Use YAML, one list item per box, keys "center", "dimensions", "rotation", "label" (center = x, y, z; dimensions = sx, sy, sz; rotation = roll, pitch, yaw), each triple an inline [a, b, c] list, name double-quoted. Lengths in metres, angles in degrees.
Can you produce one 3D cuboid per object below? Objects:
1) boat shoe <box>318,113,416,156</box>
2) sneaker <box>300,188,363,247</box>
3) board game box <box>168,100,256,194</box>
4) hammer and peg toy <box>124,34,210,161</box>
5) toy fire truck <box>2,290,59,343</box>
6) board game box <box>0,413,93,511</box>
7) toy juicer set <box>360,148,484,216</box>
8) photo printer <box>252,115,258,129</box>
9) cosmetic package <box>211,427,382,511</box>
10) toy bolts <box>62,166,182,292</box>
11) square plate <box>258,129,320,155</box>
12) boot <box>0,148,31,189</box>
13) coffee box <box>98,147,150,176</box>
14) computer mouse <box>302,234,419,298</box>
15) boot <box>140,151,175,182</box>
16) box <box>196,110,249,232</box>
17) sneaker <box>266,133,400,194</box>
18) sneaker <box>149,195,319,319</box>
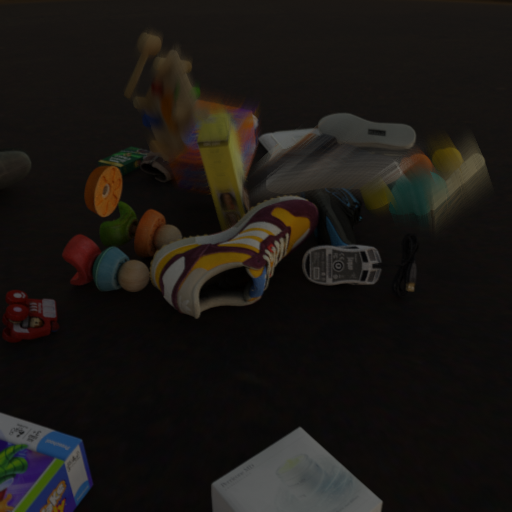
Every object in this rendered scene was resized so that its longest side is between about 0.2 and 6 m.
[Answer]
- center: [2.880, -3.088, 14.853]
  dimensions: [2.546, 0.811, 0.900]
  rotation: [12, 71, 9]
  label: "boat shoe"
- center: [1.625, -0.864, 10.984]
  dimensions: [1.141, 1.020, 2.786]
  rotation: [-2, 32, -5]
  label: "sneaker"
- center: [-0.918, -2.280, 12.139]
  dimensions: [1.442, 1.442, 1.443]
  rotation: [14, 71, 8]
  label: "board game box"
- center: [-1.611, -2.824, 9.877]
  dimensions: [0.686, 1.432, 1.946]
  rotation: [-7, 65, -38]
  label: "hammer and peg toy"
- center: [-3.439, 0.942, 8.584]
  dimensions: [0.782, 0.522, 0.931]
  rotation: [6, 28, -27]
  label: "toy fire truck"
- center: [-3.822, 2.503, 5.685]
  dimensions: [3.439, 0.770, 2.312]
  rotation: [11, 33, 17]
  label: "board game box"
- center: [3.219, -1.281, 10.276]
  dimensions: [1.771, 0.758, 2.785]
  rotation: [-31, 18, -8]
  label: "toy juicer set"
- center: [-0.740, -3.914, 16.497]
  dimensions: [1.402, 0.487, 1.167]
  rotation: [-26, 40, -35]
  label: "photo printer"
- center: [0.380, 2.580, 5.597]
  dimensions: [1.204, 0.742, 1.208]
  rotation: [-22, 36, -32]
  label: "cosmetic package"
- center: [-2.228, -0.345, 9.633]
  dimensions: [1.395, 1.921, 2.011]
  rotation: [15, 52, 12]
  label: "toy bolts"
- center: [1.311, -3.046, 15.272]
  dimensions: [2.084, 0.299, 2.103]
  rotation: [-9, 33, -13]
  label: "square plate"
- center: [-5.991, -1.353, 12.108]
  dimensions: [2.689, 0.910, 1.756]
  rotation: [-26, 44, -24]
  label: "boot"
- center: [-3.298, -2.417, 14.241]
  dimensions: [0.776, 0.278, 1.262]
  rotation: [17, 35, 26]
  label: "coffee box"
- center: [1.764, 0.130, 9.573]
  dimensions: [1.942, 1.065, 0.426]
  rotation: [2, 7, 18]
  label: "computer mouse"
- center: [-1.810, -2.224, 13.695]
  dimensions: [1.906, 0.670, 1.394]
  rotation: [17, 42, 27]
  label: "boot"
- center: [-0.578, -1.529, 10.613]
  dimensions: [0.581, 2.319, 0.873]
  rotation: [-6, 49, 7]
  label: "box"
- center: [1.018, -1.310, 7.633]
  dimensions: [1.821, 0.723, 0.714]
  rotation: [-1, -15, 16]
  label: "sneaker"
- center: [-0.024, 0.076, 9.375]
  dimensions: [3.301, 1.237, 1.487]
  rotation: [-27, 41, -24]
  label: "sneaker"
